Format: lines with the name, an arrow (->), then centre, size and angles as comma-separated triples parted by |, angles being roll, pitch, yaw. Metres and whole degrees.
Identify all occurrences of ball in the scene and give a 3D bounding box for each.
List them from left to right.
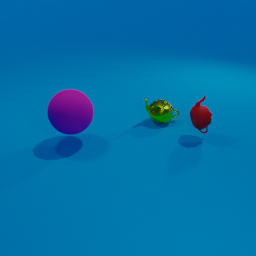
ball -> -1.466, -0.407, 7.186 | 1.161, 1.161, 1.161 | 0, 28, 0

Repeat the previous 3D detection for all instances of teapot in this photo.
teapot -> 0.977, -0.567, 8.488 | 1.315, 0.644, 0.817 | 15, 34, -17
teapot -> 1.982, -0.342, 7.503 | 0.533, 1.089, 0.677 | -15, 21, -4
